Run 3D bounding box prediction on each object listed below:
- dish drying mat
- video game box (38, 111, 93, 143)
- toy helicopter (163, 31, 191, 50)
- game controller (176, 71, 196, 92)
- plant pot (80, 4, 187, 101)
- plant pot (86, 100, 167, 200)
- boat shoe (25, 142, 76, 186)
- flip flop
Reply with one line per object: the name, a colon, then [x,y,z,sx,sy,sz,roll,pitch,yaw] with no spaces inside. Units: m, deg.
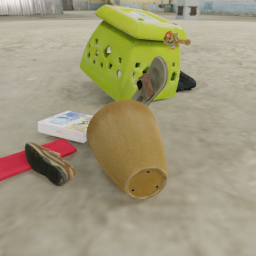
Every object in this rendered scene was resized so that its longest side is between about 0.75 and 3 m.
dish drying mat: [-2.339,0.744,6.953,2.039,0.186,0.783,-19,32,-36]
video game box: [-1.579,-0.081,8.283,1.576,0.369,1.436,11,23,22]
toy helicopter: [1.413,-2.486,8.105,0.792,0.524,0.312,13,27,10]
game controller: [1.954,-2.257,12.899,1.493,0.603,2.863,-19,28,-5]
plant pot: [0.270,-2.911,10.589,2.971,2.709,2.986,-11,39,-38]
plant pot: [0.084,0.554,5.881,1.678,1.678,1.800,-7,35,-14]
boat shoe: [-1.787,0.794,6.422,1.458,0.552,0.539,33,28,26]
flip flop: [0.475,-1.139,7.848,0.537,1.864,0.756,-1,47,-46]
